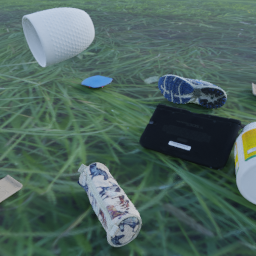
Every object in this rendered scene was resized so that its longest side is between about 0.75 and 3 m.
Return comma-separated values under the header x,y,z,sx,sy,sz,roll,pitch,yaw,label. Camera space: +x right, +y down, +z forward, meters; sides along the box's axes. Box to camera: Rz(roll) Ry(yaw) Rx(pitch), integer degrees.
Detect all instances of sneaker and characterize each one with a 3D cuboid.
x,y,z,sx,sy,sz,roll,pitch,yaw,label
2.730,-1.581,11.975,2.937,1.132,1.251,21,26,18,sneaker

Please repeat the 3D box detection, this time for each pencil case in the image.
x,y,z,sx,sy,sz,roll,pitch,yaw,label
-0.481,1.702,6.534,0.962,0.836,2.150,21,16,-37,pencil case

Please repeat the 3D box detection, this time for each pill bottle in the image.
x,y,z,sx,sy,sz,roll,pitch,yaw,label
3.593,0.790,7.469,1.398,1.398,2.479,9,27,14,pill bottle

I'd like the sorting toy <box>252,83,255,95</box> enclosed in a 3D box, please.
x,y,z,sx,sy,sz,roll,pitch,yaw,label
6.181,-1.570,12.485,1.293,0.313,2.297,14,34,14,sorting toy

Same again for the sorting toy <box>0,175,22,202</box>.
x,y,z,sx,sy,sz,roll,pitch,yaw,label
-3.304,1.637,7.404,0.718,0.141,0.776,21,42,31,sorting toy

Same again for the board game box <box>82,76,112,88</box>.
x,y,z,sx,sy,sz,roll,pitch,yaw,label
-1.477,-2.112,13.404,1.474,0.287,1.165,19,41,38,board game box

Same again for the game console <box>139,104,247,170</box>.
x,y,z,sx,sy,sz,roll,pitch,yaw,label
2.253,0.235,9.378,2.841,1.654,2.499,15,64,32,game console

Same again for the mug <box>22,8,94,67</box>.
x,y,z,sx,sy,sz,roll,pitch,yaw,label
-1.743,-2.391,6.986,1.444,1.216,1.647,-28,42,-25,mug
